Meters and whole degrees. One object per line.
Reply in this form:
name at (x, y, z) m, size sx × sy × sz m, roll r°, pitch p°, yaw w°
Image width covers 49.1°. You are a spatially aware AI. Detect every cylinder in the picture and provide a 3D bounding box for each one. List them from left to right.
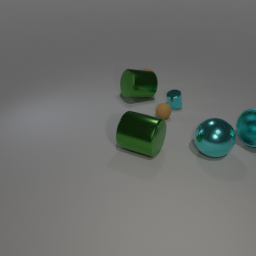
cylinder at (0.529, -2.184, 13.936) m, size 1.400 × 1.400 × 1.400 m, roll -2°, pitch 28°, yaw -30°
cylinder at (0.494, 0.196, 10.130) m, size 1.400 × 1.400 × 1.400 m, roll 15°, pitch 34°, yaw 24°
cylinder at (2.207, -1.350, 13.301) m, size 0.700 × 0.700 × 0.700 m, roll -10°, pitch 39°, yaw 8°
cylinder at (5.021, -0.081, 10.398) m, size 1.400 × 1.400 × 1.400 m, roll -8°, pitch 30°, yaw -33°

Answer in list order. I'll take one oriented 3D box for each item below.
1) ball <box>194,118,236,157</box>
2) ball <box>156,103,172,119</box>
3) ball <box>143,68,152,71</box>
ball at (3.057, 0.335, 9.898) m, size 1.400 × 1.400 × 1.400 m, roll 0°, pitch 30°, yaw 0°
ball at (1.581, -0.761, 12.442) m, size 0.700 × 0.700 × 0.700 m, roll 0°, pitch 30°, yaw 0°
ball at (1.075, -2.979, 15.573) m, size 0.700 × 0.700 × 0.700 m, roll 0°, pitch 30°, yaw 0°
